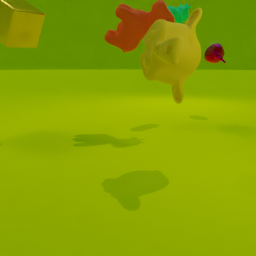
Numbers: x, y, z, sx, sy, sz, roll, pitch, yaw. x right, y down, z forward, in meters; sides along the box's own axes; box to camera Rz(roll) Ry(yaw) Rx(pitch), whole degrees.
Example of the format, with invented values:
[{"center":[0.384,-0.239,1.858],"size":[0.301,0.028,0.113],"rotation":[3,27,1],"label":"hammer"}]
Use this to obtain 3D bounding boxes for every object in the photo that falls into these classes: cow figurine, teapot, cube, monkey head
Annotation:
[{"center":[0.383,-2.762,7.728],"size":[1.681,1.708,0.938],"rotation":[24,30,-9],"label":"cow figurine"},{"center":[3.302,-2.747,10.535],"size":[0.614,0.780,1.254],"rotation":[31,22,-23],"label":"teapot"},{"center":[-2.774,-2.605,6.884],"size":[0.916,0.916,0.916],"rotation":[37,30,19],"label":"cube"},{"center":[0.857,-1.273,4.841],"size":[1.041,1.728,1.243],"rotation":[6,13,-21],"label":"monkey head"},{"center":[1.577,-3.736,9.216],"size":[0.631,1.130,1.149],"rotation":[12,-5,38],"label":"cow figurine"}]
